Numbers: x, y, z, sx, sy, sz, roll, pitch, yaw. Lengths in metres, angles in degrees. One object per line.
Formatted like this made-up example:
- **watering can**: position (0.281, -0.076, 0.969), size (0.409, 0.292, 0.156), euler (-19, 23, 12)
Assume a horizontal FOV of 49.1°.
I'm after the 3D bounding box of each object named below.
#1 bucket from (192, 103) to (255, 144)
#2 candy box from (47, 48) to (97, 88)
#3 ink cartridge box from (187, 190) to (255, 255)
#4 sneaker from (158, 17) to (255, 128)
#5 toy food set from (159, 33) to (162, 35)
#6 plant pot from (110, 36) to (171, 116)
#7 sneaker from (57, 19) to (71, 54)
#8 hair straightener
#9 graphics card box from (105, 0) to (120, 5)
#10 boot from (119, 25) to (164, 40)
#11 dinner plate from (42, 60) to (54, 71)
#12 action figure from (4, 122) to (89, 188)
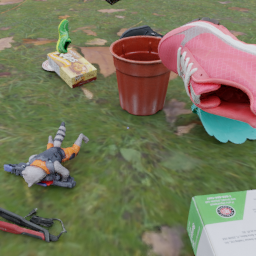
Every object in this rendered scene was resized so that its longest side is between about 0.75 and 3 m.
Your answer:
- **bucket**: position (2.905, -1.008, 7.646), size (2.587, 2.587, 1.683), euler (-5, 37, -6)
- **candy box**: position (-2.153, -2.343, 10.724), size (1.092, 0.523, 1.891), euler (-25, 52, -29)
- **ink cartridge box**: position (2.251, 2.352, 4.307), size (1.973, 1.136, 2.704), euler (-4, 38, -5)
- **sneaker**: position (1.294, -0.925, 4.458), size (1.287, 1.094, 2.968), euler (-32, 41, -21)
- **toy food set**: position (1.491, -4.517, 13.789), size (0.764, 0.424, 1.299), euler (-27, 45, -30)
- **plant pot**: position (0.473, -1.577, 8.745), size (2.000, 1.946, 2.000), euler (0, 38, 0)
- **sneaker**: position (-1.886, -2.757, 8.512), size (0.422, 1.010, 0.374), euler (17, 18, 22)
- **hair straightener**: position (-1.962, 1.843, 5.632), size (1.643, 0.336, 0.632), euler (9, 39, 11)
- **graphics card box**: position (-0.103, -4.445, 8.580), size (1.342, 0.341, 0.842), euler (-11, 69, 39)
- **boot**: position (0.974, -3.841, 12.779), size (1.884, 0.750, 2.285), euler (-32, 56, -21)
- **dinner plate**: position (-2.834, -2.593, 11.523), size (1.328, 0.161, 1.328), euler (1, 37, 0)
- **action figure**: position (-2.024, 0.669, 6.681), size (1.904, 0.996, 1.842), euler (7, 30, 10)
